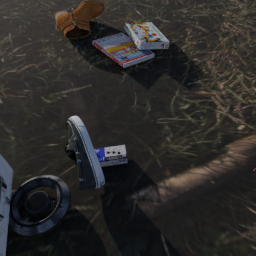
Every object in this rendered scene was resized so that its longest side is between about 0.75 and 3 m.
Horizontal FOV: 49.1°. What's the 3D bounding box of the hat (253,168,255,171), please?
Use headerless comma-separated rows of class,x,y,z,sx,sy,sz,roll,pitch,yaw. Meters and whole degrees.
hat,4.889,1.259,7.153,1.795,1.907,2.167,-16,68,-54

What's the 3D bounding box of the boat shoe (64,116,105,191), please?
boat shoe,-1.258,0.577,7.170,0.632,0.767,2.234,-14,54,-21

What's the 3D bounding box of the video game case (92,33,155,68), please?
video game case,-0.210,-3.226,11.439,1.568,0.191,2.193,-26,51,-29

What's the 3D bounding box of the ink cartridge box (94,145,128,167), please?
ink cartridge box,-0.556,0.773,7.577,1.036,0.229,0.487,-8,46,-2

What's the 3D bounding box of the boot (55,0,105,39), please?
boot,-1.957,-4.822,12.617,2.489,0.917,1.926,-23,50,-7

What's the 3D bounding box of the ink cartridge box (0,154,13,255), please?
ink cartridge box,-3.563,1.785,5.976,1.743,0.984,2.375,-15,47,-2

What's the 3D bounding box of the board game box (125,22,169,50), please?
board game box,0.765,-3.955,11.951,1.281,0.351,2.028,-8,44,-18

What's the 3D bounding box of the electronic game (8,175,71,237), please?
electronic game,-2.103,1.778,6.582,1.538,0.320,1.538,-5,47,6
